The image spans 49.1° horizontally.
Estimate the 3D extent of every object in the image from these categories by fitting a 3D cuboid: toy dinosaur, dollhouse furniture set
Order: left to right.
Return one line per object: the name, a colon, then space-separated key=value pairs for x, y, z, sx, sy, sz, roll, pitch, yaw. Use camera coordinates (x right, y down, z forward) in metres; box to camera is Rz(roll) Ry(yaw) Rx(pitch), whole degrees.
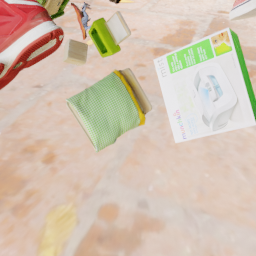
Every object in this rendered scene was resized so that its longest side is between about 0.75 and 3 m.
toy dinosaur: x=-1.425 y=-3.288 z=8.694 sx=1.215 sy=1.102 sz=0.638 roll=-2 pitch=42 yaw=-35
dollhouse furniture set: x=-0.485 y=-1.048 z=4.623 sx=1.378 sy=2.758 sz=1.065 roll=-36 pitch=12 yaw=-27

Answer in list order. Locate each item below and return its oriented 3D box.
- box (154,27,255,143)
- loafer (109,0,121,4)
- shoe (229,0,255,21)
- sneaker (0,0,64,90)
box: x=1.306 y=-0.640 z=4.665 sx=1.326 sy=1.502 sz=0.726 roll=-15 pitch=-2 yaw=32
loafer: x=0.247 y=-3.609 z=6.831 sx=1.781 sy=0.636 sz=0.650 roll=-33 pitch=11 yaw=31
shoe: x=3.260 y=-3.584 z=6.812 sx=0.999 sy=1.273 sz=2.798 roll=-11 pitch=6 yaw=-2
sneaker: x=-1.793 y=-1.046 z=3.380 sx=1.812 sy=0.710 sz=1.047 roll=-34 pitch=85 yaw=-18
